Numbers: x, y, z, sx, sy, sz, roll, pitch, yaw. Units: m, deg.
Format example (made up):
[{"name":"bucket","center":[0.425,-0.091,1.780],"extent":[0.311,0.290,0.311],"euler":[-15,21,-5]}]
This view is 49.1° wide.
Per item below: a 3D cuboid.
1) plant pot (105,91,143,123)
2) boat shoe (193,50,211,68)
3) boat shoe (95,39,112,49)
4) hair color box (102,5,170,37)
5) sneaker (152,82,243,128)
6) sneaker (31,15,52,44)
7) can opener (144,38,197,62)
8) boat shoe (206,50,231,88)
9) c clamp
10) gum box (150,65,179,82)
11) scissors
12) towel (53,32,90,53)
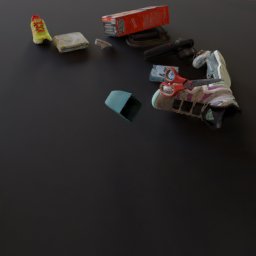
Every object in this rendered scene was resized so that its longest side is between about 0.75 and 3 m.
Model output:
[{"name":"plant pot","center":[-0.190,-0.717,8.369],"extent":[0.941,0.665,0.665],"euler":[29,85,43]},{"name":"boat shoe","center":[2.908,-2.881,11.490],"extent":[0.466,0.494,1.376],"euler":[26,47,25]},{"name":"boat shoe","center":[-1.117,-3.707,12.536],"extent":[0.791,0.337,0.292],"euler":[8,28,-36]},{"name":"hair color box","center":[0.394,-5.140,13.367],"extent":[2.882,0.883,1.463],"euler":[-23,29,-23]},{"name":"sneaker","center":[2.229,-0.610,8.616],"extent":[2.712,1.054,1.897],"euler":[-8,43,-8]},{"name":"sneaker","center":[-4.151,-4.613,13.035],"extent":[0.796,0.920,2.037],"euler":[-19,47,-19]},{"name":"can opener","center":[1.746,-3.256,11.702],"extent":[2.341,0.742,0.920],"euler":[-12,45,-13]},{"name":"boat shoe","center":[3.372,-2.096,10.683],"extent":[0.663,0.782,2.147],"euler":[-30,38,35]},{"name":"c clamp","center":[0.944,-4.214,13.050],"extent":[2.408,0.326,2.058],"euler":[-16,42,-20]},{"name":"gum box","center":[1.403,-2.092,10.824],"extent":[1.016,0.226,0.863],"euler":[8,43,9]},{"name":"scissors","center":[1.623,-1.112,7.625],"extent":[0.167,0.874,2.390],"euler":[7,14,-32]},{"name":"towel","center":[-2.591,-3.882,12.695],"extent":[1.400,0.337,1.198],"euler":[-18,49,-18]}]
